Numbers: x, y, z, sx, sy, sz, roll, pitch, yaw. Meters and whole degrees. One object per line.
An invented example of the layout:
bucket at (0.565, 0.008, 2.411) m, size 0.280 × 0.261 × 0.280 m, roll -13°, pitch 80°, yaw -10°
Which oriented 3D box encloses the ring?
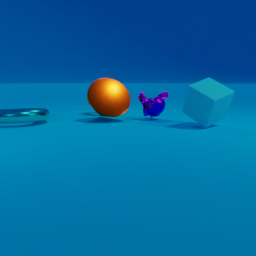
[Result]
ring at (-3.734, -0.435, 9.568) m, size 2.064 × 0.413 × 2.064 m, roll -2°, pitch 6°, yaw 0°

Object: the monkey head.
monkey head at (0.886, -0.909, 10.377) m, size 0.829 × 0.990 × 1.376 m, roll -16°, pitch -26°, yaw -37°

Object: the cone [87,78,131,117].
cone at (-0.879, -0.790, 10.558) m, size 1.569 × 1.569 × 1.575 m, roll -4°, pitch -22°, yaw -20°

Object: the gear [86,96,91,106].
gear at (-0.911, -1.174, 12.021) m, size 1.716 × 0.317 × 1.716 m, roll 16°, pitch 32°, yaw -11°

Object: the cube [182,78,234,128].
cube at (2.480, -0.812, 8.744) m, size 1.014 × 1.014 × 1.014 m, roll -23°, pitch 47°, yaw -31°
